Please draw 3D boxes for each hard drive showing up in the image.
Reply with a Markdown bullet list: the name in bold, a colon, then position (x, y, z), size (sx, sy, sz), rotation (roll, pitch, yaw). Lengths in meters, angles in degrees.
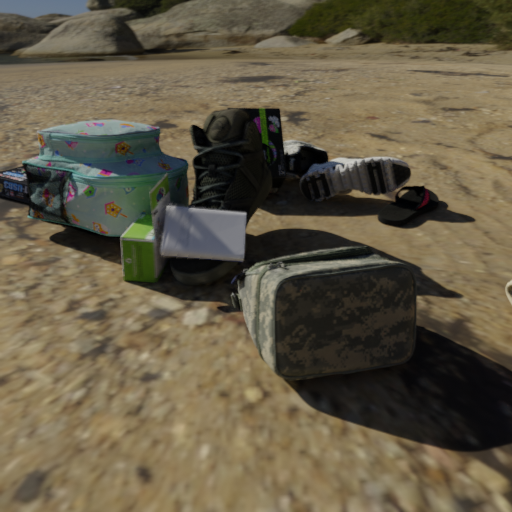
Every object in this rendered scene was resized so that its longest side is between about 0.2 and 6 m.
- **hard drive**: position (-0.756, -0.325, 8.223), size (1.186, 0.150, 0.782), rotation (5, 62, -5)

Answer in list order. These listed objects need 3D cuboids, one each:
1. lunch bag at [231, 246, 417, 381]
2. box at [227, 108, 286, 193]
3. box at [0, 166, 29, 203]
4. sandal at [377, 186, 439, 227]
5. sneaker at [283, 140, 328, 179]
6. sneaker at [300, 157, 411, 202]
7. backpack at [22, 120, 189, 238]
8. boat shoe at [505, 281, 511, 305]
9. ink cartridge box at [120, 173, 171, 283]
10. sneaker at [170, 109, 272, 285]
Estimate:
- **lunch bag**: position (0.754, 0.576, 6.723), size (1.859, 1.295, 1.559), rotation (-7, 11, -15)
- **box**: position (-0.065, -2.287, 12.294), size (1.213, 1.633, 1.015), rotation (-3, -13, -10)
- **box**: position (-4.545, -1.707, 12.718), size (2.086, 0.518, 2.071), rotation (13, 28, 27)
- **sandal**: position (3.170, -1.134, 11.452), size (0.800, 0.480, 2.130), rotation (16, 29, 32)
- **sneaker**: position (0.475, -2.281, 13.232), size (2.768, 1.047, 1.214), rotation (-15, 21, -28)
- **sneaker**: position (2.109, -1.784, 11.966), size (2.308, 0.867, 0.935), rotation (-3, 32, 17)
- **backpack**: position (-2.560, -1.400, 10.221), size (2.706, 2.075, 2.379), rotation (22, 26, 27)
- **boat shoe**: position (3.722, 0.836, 6.537), size (0.771, 0.877, 2.464), rotation (0, 21, 3)
- **ink cartridge box**: position (-1.699, -0.464, 8.728), size (0.551, 1.453, 1.074), rotation (3, 24, 6)
- **sneaker**: position (-0.687, -1.130, 9.153), size (1.300, 1.948, 3.400), rotation (3, 42, 22)
